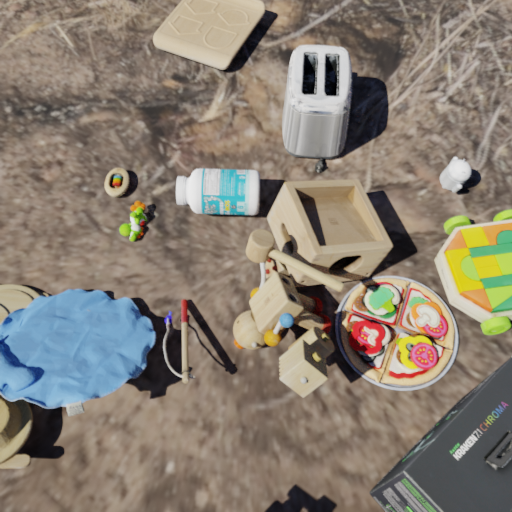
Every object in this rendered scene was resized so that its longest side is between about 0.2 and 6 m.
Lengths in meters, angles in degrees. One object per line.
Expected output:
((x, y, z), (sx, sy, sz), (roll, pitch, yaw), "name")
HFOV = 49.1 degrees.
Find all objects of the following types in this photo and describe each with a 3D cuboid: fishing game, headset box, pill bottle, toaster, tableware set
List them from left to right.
((-4.658, 1.817, 8.146), (2.981, 0.414, 3.568), (-4, 50, -11), "tableware set")
((-2.693, 1.369, 8.248), (3.493, 0.543, 2.501), (0, 33, -9), "fishing game")
((-0.656, -1.114, 9.753), (1.425, 0.789, 0.789), (2, 61, 0), "pill bottle")
((1.132, -2.853, 10.461), (1.267, 1.441, 2.230), (5, 61, 4), "toaster")
((2.636, 2.537, 6.963), (2.005, 2.303, 1.068), (-37, 67, -20), "headset box")

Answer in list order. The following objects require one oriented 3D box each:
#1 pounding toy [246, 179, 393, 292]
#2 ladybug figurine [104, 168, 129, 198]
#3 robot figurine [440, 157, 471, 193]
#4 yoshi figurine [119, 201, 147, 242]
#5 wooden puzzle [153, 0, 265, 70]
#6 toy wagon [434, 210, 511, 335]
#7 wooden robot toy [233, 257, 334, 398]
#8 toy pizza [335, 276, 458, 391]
((0.830, -0.076, 8.843), (2.326, 1.064, 2.043), (-5, 57, -24), "pounding toy")
((-2.548, -1.334, 10.305), (0.437, 0.231, 0.644), (4, 61, 2), "ladybug figurine")
((3.582, -1.451, 10.066), (0.417, 0.739, 0.627), (-2, 71, -5), "robot figurine")
((-2.194, -0.608, 9.845), (0.400, 0.401, 0.714), (-3, 62, 17), "yoshi figurine")
((-0.997, -4.972, 12.240), (1.836, 0.459, 1.982), (22, 68, 12), "wooden puzzle")
((4.385, 0.163, 9.302), (2.658, 0.526, 2.062), (-8, 61, -4), "toy wagon")
((0.291, 1.132, 8.581), (1.326, 1.287, 2.922), (-44, 35, 19), "wooden robot toy")
((2.237, 1.151, 8.874), (1.950, 0.309, 1.950), (0, 61, 0), "toy pizza")
